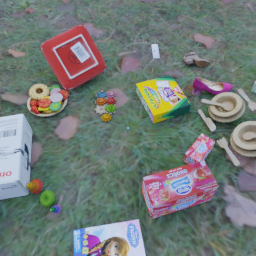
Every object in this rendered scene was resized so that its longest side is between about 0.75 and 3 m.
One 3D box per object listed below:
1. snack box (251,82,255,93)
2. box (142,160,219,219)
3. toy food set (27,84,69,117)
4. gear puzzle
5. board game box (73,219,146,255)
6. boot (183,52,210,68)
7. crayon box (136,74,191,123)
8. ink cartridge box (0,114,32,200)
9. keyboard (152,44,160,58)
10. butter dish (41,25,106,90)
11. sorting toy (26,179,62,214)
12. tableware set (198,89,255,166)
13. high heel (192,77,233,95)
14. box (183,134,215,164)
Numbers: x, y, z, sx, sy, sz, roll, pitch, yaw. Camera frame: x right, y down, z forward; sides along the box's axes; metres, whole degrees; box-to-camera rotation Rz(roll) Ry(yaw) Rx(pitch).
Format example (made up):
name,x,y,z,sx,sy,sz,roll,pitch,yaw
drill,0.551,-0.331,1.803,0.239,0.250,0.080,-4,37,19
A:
name,x,y,z,sx,sy,sz,roll,pitch,yaw
snack box,6.221,-2.019,11.699,1.443,0.538,2.029,26,57,19
box,1.512,1.838,8.405,2.021,1.007,0.965,-14,53,-11
toy food set,-3.179,-1.117,11.090,1.607,0.395,1.624,0,52,0
gear puzzle,-0.892,-0.897,11.033,0.847,0.214,1.635,-1,52,0
board game box,-0.461,3.554,7.460,1.902,0.392,1.907,-8,53,-6
boot,3.082,-3.128,12.674,1.125,0.395,0.823,-1,48,-4
crayon box,1.352,-1.196,11.064,1.554,0.525,1.801,-17,54,-12
ink cartridge box,-4.192,0.959,9.009,1.891,1.071,2.579,-8,53,-4
keyboard,1.307,-3.651,13.290,0.299,0.057,1.063,-4,52,3
butter dish,-2.343,-2.861,11.842,2.109,1.563,2.115,-33,102,-17
sorting toy,-2.592,2.054,8.402,1.413,0.487,0.490,39,90,21
tableware set,3.809,-0.291,9.752,1.945,0.590,2.943,-28,48,5
high heel,3.463,-1.783,11.323,1.757,0.843,0.592,-2,52,-2
box,2.420,0.792,9.521,0.549,0.526,1.101,34,59,23
